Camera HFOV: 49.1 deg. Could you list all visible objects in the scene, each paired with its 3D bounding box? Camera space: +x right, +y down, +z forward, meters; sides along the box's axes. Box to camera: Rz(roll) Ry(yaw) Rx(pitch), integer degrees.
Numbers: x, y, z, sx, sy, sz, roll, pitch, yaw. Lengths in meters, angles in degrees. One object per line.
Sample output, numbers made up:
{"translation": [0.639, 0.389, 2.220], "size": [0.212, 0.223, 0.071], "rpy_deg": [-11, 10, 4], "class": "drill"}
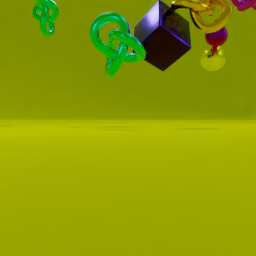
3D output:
{"translation": [3.370, -2.789, 11.083], "size": [1.060, 1.060, 1.060], "rpy_deg": [0, 2, 0], "class": "ball"}
{"translation": [3.210, -3.331, 10.320], "size": [0.828, 1.332, 0.652], "rpy_deg": [4, 3, -1], "class": "teapot"}
{"translation": [3.683, -3.920, 8.630], "size": [1.209, 0.559, 1.131], "rpy_deg": [-22, 40, -37], "class": "knot shape"}
{"translation": [1.054, -2.849, 8.794], "size": [1.290, 1.290, 1.290], "rpy_deg": [24, -38, -28], "class": "cube"}
{"translation": [-2.571, -3.642, 8.767], "size": [0.606, 1.312, 1.228], "rpy_deg": [-15, -6, -26], "class": "knot shape"}
{"translation": [-0.408, -2.564, 8.365], "size": [0.871, 1.764, 1.885], "rpy_deg": [-29, 3, -39], "class": "knot shape"}
{"translation": [2.071, -3.655, 8.314], "size": [1.655, 1.768, 0.817], "rpy_deg": [-5, -29, -13], "class": "knot shape"}
